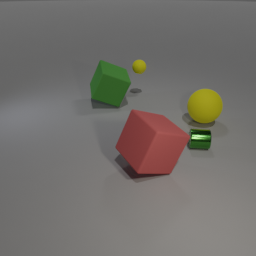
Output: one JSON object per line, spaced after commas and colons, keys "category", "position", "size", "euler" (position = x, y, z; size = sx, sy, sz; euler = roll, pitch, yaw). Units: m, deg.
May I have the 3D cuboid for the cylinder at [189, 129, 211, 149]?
{"category": "cylinder", "position": [2.564, 0.393, 10.027], "size": [0.700, 0.700, 0.700], "euler": [3, 28, 5]}

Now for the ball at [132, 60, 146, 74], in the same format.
{"category": "ball", "position": [0.558, -3.035, 13.913], "size": [0.700, 0.700, 0.700], "euler": [0, 28, 0]}

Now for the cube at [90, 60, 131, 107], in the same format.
{"category": "cube", "position": [-0.858, -2.081, 13.095], "size": [1.400, 1.400, 1.400], "euler": [16, 33, -22]}

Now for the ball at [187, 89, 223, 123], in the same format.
{"category": "ball", "position": [3.139, -0.897, 11.457], "size": [1.400, 1.400, 1.400], "euler": [0, 28, 0]}

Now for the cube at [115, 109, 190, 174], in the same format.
{"category": "cube", "position": [0.718, 0.433, 8.549], "size": [1.400, 1.400, 1.400], "euler": [8, 25, -39]}
